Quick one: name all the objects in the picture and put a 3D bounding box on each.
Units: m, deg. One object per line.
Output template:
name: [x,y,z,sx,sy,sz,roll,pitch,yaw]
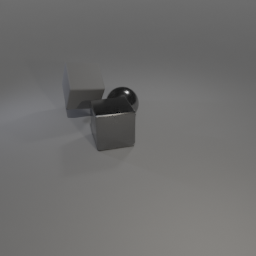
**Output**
ball: [-0.242,-1.036,11.791,1.400,1.400,1.400,0,31,0]
cube: [-0.584,-0.194,10.299,1.400,1.400,1.400,-8,30,-13]
cube: [-1.892,-1.737,11.644,1.400,1.400,1.400,-4,61,-21]
